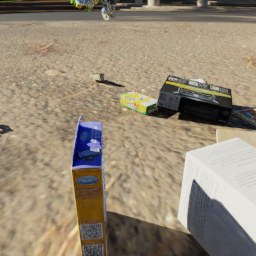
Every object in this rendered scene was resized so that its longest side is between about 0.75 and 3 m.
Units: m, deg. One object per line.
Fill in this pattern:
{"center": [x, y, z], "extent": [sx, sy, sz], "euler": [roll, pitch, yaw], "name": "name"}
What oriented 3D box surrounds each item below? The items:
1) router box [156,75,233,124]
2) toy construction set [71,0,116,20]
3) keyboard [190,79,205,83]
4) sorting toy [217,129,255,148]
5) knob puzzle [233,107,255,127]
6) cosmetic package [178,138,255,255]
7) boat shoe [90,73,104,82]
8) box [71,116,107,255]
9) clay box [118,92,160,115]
{"center": [2.352, -1.064, 9.798], "extent": [2.408, 0.629, 1.894], "euler": [15, 30, 11], "name": "router box"}
{"center": [-1.130, -4.261, 9.245], "extent": [1.243, 0.873, 1.896], "euler": [38, 22, 22], "name": "toy construction set"}
{"center": [3.164, -1.770, 12.084], "extent": [0.580, 0.110, 2.060], "euler": [-5, 27, 2], "name": "keyboard"}
{"center": [2.904, 0.458, 7.478], "extent": [1.052, 0.368, 1.059], "euler": [7, 28, 13], "name": "sorting toy"}
{"center": [4.679, -0.417, 9.278], "extent": [1.886, 0.262, 1.886], "euler": [0, 27, 0], "name": "knob puzzle"}
{"center": [2.107, 1.568, 4.017], "extent": [1.268, 1.609, 2.990], "euler": [-12, 32, -25], "name": "cosmetic package"}
{"center": [-1.415, -2.289, 12.759], "extent": [0.408, 0.366, 1.103], "euler": [-17, 17, -27], "name": "boat shoe"}
{"center": [-0.568, 0.949, 4.498], "extent": [0.463, 2.232, 1.329], "euler": [-1, 28, -5], "name": "box"}
{"center": [0.374, -0.939, 10.165], "extent": [1.429, 0.340, 0.821], "euler": [24, 34, 38], "name": "clay box"}
